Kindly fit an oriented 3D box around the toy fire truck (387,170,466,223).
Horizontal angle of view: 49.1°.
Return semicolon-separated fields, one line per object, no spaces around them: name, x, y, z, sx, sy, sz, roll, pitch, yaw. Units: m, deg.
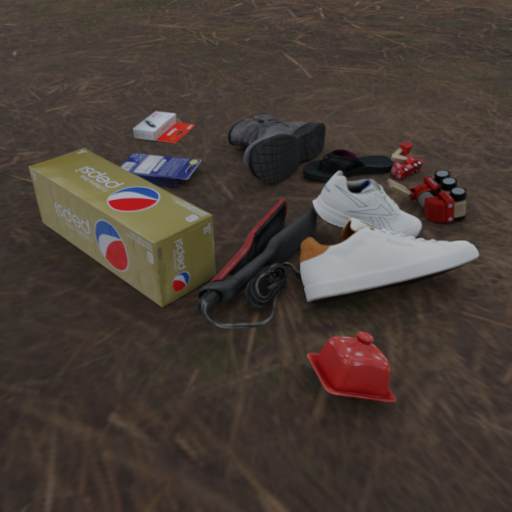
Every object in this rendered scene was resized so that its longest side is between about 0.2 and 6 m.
toy fire truck;3.218;-1.131;10.675;1.270;0.817;1.118;-14;36;0

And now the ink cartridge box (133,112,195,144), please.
ink cartridge box;-2.290;-3.230;14.028;1.105;0.277;1.273;10;36;16

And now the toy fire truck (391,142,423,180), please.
toy fire truck;3.217;-2.075;12.229;1.046;0.255;0.738;-27;57;-32

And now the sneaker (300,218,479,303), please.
sneaker;2.023;-0.114;8.533;2.808;1.022;1.189;-9;78;-13

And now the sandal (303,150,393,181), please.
sandal;1.979;-2.055;12.131;2.079;0.498;0.781;-10;36;-15

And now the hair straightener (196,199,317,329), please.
hair straightener;0.248;0.099;8.794;1.328;0.706;3.453;17;33;22

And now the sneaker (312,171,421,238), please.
sneaker;2.047;-0.807;9.741;2.075;0.904;0.773;15;33;-19

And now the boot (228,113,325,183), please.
boot;0.104;-2.463;12.488;1.918;1.017;2.913;18;28;29

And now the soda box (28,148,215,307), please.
soda box;-2.325;-0.624;9.440;3.626;1.228;1.160;28;44;34

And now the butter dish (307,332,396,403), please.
butter dish;1.244;1.278;6.925;0.965;0.713;0.962;12;18;-16

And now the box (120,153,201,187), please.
box;-2.073;-1.844;12.038;1.605;0.260;0.972;7;36;13
